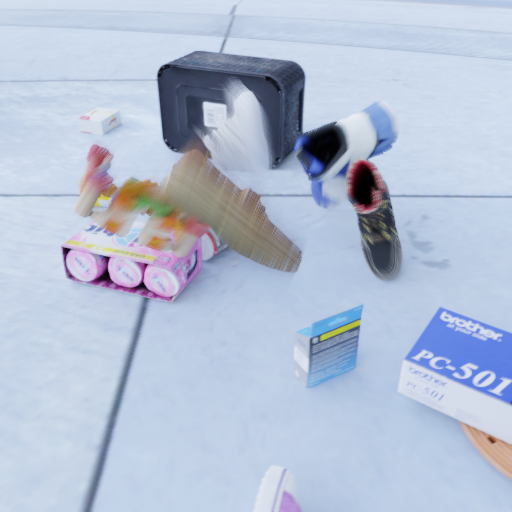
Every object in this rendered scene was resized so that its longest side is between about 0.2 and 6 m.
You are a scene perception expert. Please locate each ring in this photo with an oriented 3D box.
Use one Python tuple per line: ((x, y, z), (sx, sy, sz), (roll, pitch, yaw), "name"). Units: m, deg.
((3.728, 2.041, 6.891), (2.511, 0.241, 2.511), (0, 34, 0), "ring")

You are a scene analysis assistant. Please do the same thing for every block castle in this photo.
((-1.751, -0.920, 8.766), (2.005, 0.941, 1.340), (25, 22, -25), "block castle")

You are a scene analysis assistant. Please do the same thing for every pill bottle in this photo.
((-0.718, -0.424, 10.315), (0.629, 0.629, 1.135), (22, 39, 30), "pill bottle")
((-3.150, -1.275, 11.766), (0.874, 0.490, 0.490), (2, 33, 2), "pill bottle")

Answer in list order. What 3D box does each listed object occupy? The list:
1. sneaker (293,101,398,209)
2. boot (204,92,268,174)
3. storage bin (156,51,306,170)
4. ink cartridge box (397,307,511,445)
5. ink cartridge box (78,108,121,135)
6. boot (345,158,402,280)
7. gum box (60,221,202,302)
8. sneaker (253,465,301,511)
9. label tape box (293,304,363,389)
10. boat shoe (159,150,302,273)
((1.242, -1.707, 9.886), (1.480, 2.562, 1.035), (-16, 73, -22), "sneaker")
((-0.441, -2.183, 10.511), (1.135, 2.374, 0.873), (-3, 70, 6), "boot")
((-0.610, -3.640, 13.802), (3.298, 2.229, 1.546), (13, 35, 19), "storage bin")
((3.277, 1.646, 6.719), (2.793, 0.618, 1.313), (21, 38, 28), "ink cartridge box")
((-4.365, -3.782, 15.691), (0.733, 0.421, 1.010), (11, 34, 16), "ink cartridge box")
((1.949, -0.612, 9.277), (0.686, 1.874, 1.411), (-7, -14, 20), "boot")
((-2.020, 0.024, 9.525), (2.133, 0.705, 1.211), (11, 32, 16), "gum box")
((0.463, 3.012, 4.998), (1.255, 0.798, 2.201), (8, 41, 2), "sneaker")
((0.948, 1.118, 7.452), (0.829, 1.150, 0.364), (-17, 37, -24), "label tape box")
((-0.189, -0.560, 7.404), (0.794, 2.207, 0.745), (-13, 45, 61), "boat shoe")
